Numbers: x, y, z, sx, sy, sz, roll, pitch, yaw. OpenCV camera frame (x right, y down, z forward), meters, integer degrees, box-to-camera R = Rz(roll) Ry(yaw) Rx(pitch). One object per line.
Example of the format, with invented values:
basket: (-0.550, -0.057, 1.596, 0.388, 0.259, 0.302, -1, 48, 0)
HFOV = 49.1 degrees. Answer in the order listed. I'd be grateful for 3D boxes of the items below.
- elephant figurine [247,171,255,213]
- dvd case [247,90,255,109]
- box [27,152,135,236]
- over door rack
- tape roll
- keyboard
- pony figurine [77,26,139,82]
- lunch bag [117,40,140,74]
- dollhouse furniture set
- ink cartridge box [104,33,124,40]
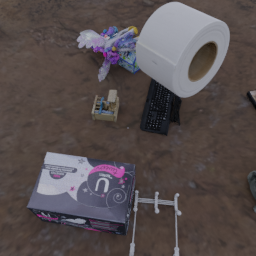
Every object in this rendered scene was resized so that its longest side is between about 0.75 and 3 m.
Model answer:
elephant figurine: (4.567, 1.525, 8.700, 1.355, 1.915, 1.485, -11, 59, -7)
dvd case: (6.076, -0.622, 11.043, 1.801, 0.222, 2.525, -12, 59, -8)
box: (-1.262, 1.990, 8.587, 2.799, 1.606, 1.849, 8, 58, 5)
over door rack: (0.860, 2.900, 8.597, 1.468, 0.662, 1.987, 4, 58, 4)
tape roll: (1.687, -2.389, 8.677, 2.447, 2.447, 1.680, -35, 55, -20)
keyboard: (1.453, -1.076, 11.140, 1.501, 0.572, 2.885, 10, 60, 6)
pony figurine: (-0.715, -3.409, 11.811, 2.538, 2.113, 2.450, -9, 31, 24)
lunch bag: (0.075, -3.062, 11.991, 1.016, 1.195, 0.761, 36, 64, 19)
dollhouse furniture set: (-0.861, -1.001, 10.623, 0.938, 1.331, 0.933, 6, 58, 4)
ink cartridge box: (-0.571, -4.066, 13.110, 0.623, 0.361, 1.070, -40, 65, -22)
